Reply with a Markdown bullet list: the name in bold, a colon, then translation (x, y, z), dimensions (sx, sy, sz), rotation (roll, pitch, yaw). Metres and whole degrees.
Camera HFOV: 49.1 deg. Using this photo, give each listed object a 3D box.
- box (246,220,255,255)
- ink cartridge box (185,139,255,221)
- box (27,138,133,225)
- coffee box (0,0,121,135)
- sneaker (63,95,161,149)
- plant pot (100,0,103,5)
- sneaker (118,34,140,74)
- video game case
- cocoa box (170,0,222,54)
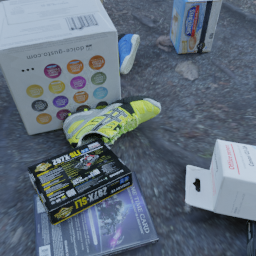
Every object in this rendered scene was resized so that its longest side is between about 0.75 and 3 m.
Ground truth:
- **box**: translation (3.431, 2.970, 5.177), dimensions (2.256, 0.555, 2.336), rotation (12, 48, 10)
- **ink cartridge box**: translation (2.807, 1.154, 6.251), dimensions (2.895, 0.977, 1.686), rotation (9, 25, 8)
- **box**: translation (-1.142, 1.146, 6.653), dimensions (2.029, 0.501, 1.620), rotation (-22, 38, -24)
- **coffee box**: translation (-1.932, -1.972, 8.248), dimensions (2.844, 2.817, 2.849), rotation (-13, 46, -11)
- **sneaker**: translation (-0.366, -0.069, 7.845), dimensions (2.793, 1.053, 1.067), rotation (-18, 56, -3)
- **plant pot**: translation (-2.201, -6.346, 13.138), dimensions (1.768, 1.995, 1.997), rotation (-11, 47, -27)
- **sneaker**: translation (-0.223, -2.729, 10.204), dimensions (0.894, 0.616, 1.606), rotation (14, 78, 18)
- **video game case**: translation (-0.795, 2.005, 6.296), dimensions (2.522, 0.239, 1.802), rotation (-11, 47, -11)
- **cocoa box**: translation (2.509, -4.139, 10.795), dimensions (1.380, 2.103, 1.402), rotation (-6, 47, -6)
